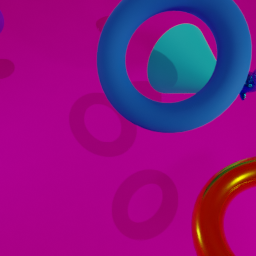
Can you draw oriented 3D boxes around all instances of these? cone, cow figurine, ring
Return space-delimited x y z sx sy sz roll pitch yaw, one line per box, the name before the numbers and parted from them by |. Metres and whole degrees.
cone | 1.453 -1.046 5.525 1.556 1.556 1.562 -28 45 -17
cow figurine | 2.854 -1.077 6.058 1.257 1.277 0.701 -20 89 20
ring | 0.559 -0.976 3.835 2.099 0.420 2.099 0 91 16
ring | 1.584 1.052 2.949 1.812 0.362 1.812 -13 45 13

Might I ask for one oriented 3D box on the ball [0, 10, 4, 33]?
ball | -3.314 -2.493 6.428 0.865 0.865 0.865 0 56 0
